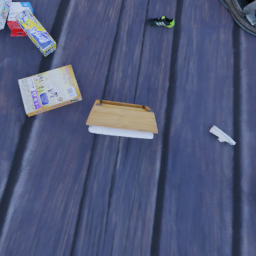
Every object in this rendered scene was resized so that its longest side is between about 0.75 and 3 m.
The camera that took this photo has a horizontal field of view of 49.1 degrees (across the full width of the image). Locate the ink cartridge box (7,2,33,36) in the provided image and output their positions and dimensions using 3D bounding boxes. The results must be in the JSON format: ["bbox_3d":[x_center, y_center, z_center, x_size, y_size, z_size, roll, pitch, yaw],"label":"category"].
[{"bbox_3d":[-3.990,-4.026,10.364,0.719,0.416,1.238,-1,69,0],"label":"ink cartridge box"}]

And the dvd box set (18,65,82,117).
[{"bbox_3d":[-2.597,-1.275,9.351,1.851,0.272,1.354,-19,70,-7],"label":"dvd box set"}]

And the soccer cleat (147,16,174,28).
[{"bbox_3d":[1.200,-3.962,10.342,1.020,0.414,0.344,6,68,3],"label":"soccer cleat"}]

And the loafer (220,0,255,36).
[{"bbox_3d":[4.326,-4.500,10.326,0.955,0.836,2.658,-31,72,-12],"label":"loafer"}]

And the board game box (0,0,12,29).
[{"bbox_3d":[-4.857,-4.239,10.314,0.991,0.252,1.474,-3,69,24],"label":"board game box"}]

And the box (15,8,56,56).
[{"bbox_3d":[-3.209,-3.333,9.815,0.552,0.506,1.575,-39,91,-13],"label":"box"}]

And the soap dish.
[{"bbox_3d":[-0.178,-0.301,8.106,1.950,1.534,0.792,7,102,-5],"label":"soap dish"}]

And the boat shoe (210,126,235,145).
[{"bbox_3d":[2.938,0.288,8.754,0.852,0.302,0.297,40,100,11],"label":"boat shoe"}]
